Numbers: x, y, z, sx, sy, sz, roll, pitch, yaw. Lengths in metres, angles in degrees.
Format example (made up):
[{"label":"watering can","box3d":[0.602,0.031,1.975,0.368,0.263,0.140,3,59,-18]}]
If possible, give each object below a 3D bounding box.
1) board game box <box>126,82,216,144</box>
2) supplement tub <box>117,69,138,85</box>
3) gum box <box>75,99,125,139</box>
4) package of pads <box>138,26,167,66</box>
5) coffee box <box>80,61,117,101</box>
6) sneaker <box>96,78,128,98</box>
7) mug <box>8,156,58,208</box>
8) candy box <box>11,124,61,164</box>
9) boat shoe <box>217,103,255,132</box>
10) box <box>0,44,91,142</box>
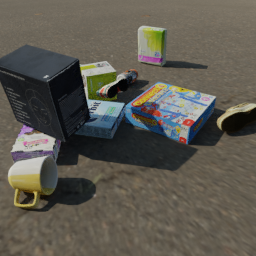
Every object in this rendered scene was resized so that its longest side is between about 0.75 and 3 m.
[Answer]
[{"label":"board game box","box3d":[1.771,-0.760,11.410,2.730,0.779,2.788,20,38,27]},{"label":"supplement tub","box3d":[-0.002,-2.562,14.242,0.683,0.683,1.114,21,39,28]},{"label":"gum box","box3d":[-1.490,-0.444,11.182,2.341,0.522,1.989,8,34,11]},{"label":"package of pads","box3d":[1.384,-4.770,16.280,1.629,2.109,0.719,17,39,25]},{"label":"coffee box","box3d":[-1.393,-2.078,12.835,1.411,1.409,1.396,-13,36,-19]},{"label":"sneaker","box3d":[-0.578,-1.479,10.332,0.697,0.525,1.491,4,26,32]},{"label":"mug","box3d":[-2.786,1.426,7.928,1.121,1.094,1.366,-2,26,11]},{"label":"candy box","box3d":[-3.078,0.510,9.670,1.376,0.587,1.640,-2,34,-3]},{"label":"boat shoe","box3d":[4.263,-0.444,11.023,2.298,0.851,0.763,-16,26,-28]},{"label":"box","box3d":[-2.740,-1.169,9.235,2.411,2.370,1.494,21,49,25]}]
